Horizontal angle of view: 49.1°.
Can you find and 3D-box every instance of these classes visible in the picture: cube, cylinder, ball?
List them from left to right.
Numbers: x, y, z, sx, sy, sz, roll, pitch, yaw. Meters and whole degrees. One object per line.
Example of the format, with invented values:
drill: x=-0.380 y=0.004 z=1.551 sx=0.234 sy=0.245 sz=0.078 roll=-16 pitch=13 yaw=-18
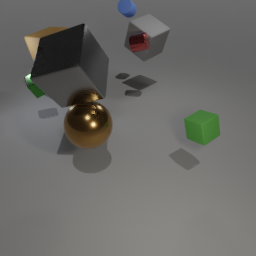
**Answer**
cube: x=-3.548 y=-1.754 z=11.121 sx=0.700 sy=0.700 sz=0.700 roll=-29 pitch=53 yaw=1
cube: x=-3.348 y=-3.492 z=12.208 sx=1.400 sy=1.400 sz=1.400 roll=20 pitch=45 yaw=41
cube: x=-1.453 y=-1.570 z=7.338 sx=1.400 sy=1.400 sz=1.400 roll=-10 pitch=59 yaw=21
ball: x=-1.136 y=-0.096 z=8.037 sx=1.400 sy=1.400 sz=1.400 roll=0 pitch=32 yaw=0
cylinder: x=-0.041 y=-5.492 z=12.813 sx=0.700 sy=0.700 sz=0.700 roll=11 pitch=10 yaw=17
cylinder: x=0.484 y=-3.598 z=11.784 sx=0.700 sy=0.700 sz=0.700 roll=-7 pitch=28 yaw=22
cube: x=0.878 y=-4.280 z=13.254 sx=1.400 sy=1.400 sz=1.400 roll=43 pitch=55 yaw=19
cube: x=2.157 y=-0.027 z=8.144 sx=0.700 sy=0.700 sz=0.700 roll=-28 pitch=29 yaw=-25
